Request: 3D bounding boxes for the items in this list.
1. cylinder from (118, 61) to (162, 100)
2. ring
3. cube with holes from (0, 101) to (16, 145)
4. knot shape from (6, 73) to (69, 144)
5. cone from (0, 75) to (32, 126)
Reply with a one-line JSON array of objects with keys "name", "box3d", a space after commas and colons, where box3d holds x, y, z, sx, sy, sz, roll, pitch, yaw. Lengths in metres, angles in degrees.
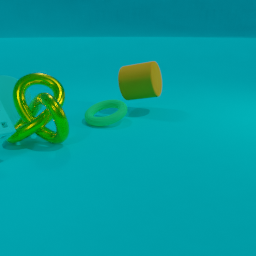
[{"name": "cylinder", "box3d": [0.452, -1.656, 9.953, 1.236, 1.236, 1.236, -4, 17, 23]}, {"name": "ring", "box3d": [-0.722, -0.513, 9.149, 1.438, 0.288, 1.438, -10, 31, 6]}, {"name": "cube with holes", "box3d": [-3.517, -0.072, 6.050, 1.227, 1.227, 1.227, -33, -7, 28]}, {"name": "knot shape", "box3d": [-2.264, -0.351, 7.357, 1.953, 2.087, 0.964, 26, 0, 30]}, {"name": "cone", "box3d": [-4.195, -0.823, 9.212, 1.597, 1.597, 1.603, -14, 9, -34]}]
